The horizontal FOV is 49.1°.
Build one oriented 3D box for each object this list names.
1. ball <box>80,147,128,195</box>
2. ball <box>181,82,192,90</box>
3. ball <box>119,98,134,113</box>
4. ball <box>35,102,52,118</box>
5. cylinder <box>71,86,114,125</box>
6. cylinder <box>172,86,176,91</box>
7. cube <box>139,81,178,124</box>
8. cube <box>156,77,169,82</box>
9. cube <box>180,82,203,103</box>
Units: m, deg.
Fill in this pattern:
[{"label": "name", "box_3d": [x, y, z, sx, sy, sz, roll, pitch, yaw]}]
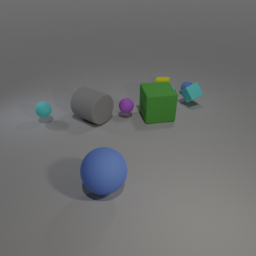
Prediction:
[{"label": "ball", "box_3d": [-0.713, 1.266, 8.322, 1.400, 1.400, 1.400, 0, 30, 0]}, {"label": "ball", "box_3d": [3.267, -2.201, 15.415, 0.700, 0.700, 0.700, 0, 30, 0]}, {"label": "ball", "box_3d": [-0.076, -1.031, 12.905, 0.700, 0.700, 0.700, 0, 30, 0]}, {"label": "ball", "box_3d": [-3.750, -0.815, 12.414, 0.700, 0.700, 0.700, 0, 30, 0]}, {"label": "cylinder", "box_3d": [-1.604, -1.027, 12.580, 1.400, 1.400, 1.400, 23, 38, 33]}, {"label": "cylinder", "box_3d": [2.058, -1.733, 14.360, 0.700, 0.700, 0.700, -1, 69, 2]}, {"label": "cube", "box_3d": [1.355, -1.185, 12.878, 1.400, 1.400, 1.400, -5, 34, -9]}, {"label": "cube", "box_3d": [1.921, -2.420, 15.586, 0.700, 0.700, 0.700, 3, 23, 12]}, {"label": "cube", "box_3d": [3.189, -1.772, 14.026, 0.700, 0.700, 0.700, -28, 1, -14]}]
